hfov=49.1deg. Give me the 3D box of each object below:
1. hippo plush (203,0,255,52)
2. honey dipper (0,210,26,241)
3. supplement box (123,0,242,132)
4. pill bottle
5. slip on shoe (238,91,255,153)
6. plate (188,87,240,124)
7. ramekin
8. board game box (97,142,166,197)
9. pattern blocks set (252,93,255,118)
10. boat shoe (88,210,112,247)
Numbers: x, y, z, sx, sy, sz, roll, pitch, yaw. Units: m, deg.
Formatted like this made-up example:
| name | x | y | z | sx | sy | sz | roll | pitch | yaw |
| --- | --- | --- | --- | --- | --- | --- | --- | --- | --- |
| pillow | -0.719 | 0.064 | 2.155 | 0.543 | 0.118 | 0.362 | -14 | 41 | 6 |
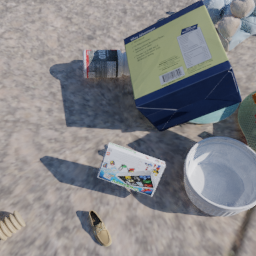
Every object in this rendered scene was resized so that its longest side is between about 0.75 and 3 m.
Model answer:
| name | x | y | z | sx | sy | sz | roll | pitch | yaw |
| --- | --- | --- | --- | --- | --- | --- | --- | --- | --- |
| hippo plush | 3.756 | -4.316 | 9.964 | 2.682 | 2.136 | 2.157 | -26 | 60 | -17 |
| honey dipper | -3.398 | 2.697 | 6.074 | 2.369 | 0.450 | 0.450 | -34 | 62 | -20 |
| supplement box | 1.414 | -1.617 | 7.671 | 2.430 | 1.632 | 2.428 | -21 | 58 | 20 |
| pill bottle | -0.652 | -2.096 | 9.122 | 1.572 | 0.895 | 0.895 | -3 | 55 | -7 |
| slip on shoe | 3.729 | -0.028 | 7.834 | 0.778 | 0.941 | 2.541 | 27 | 45 | -23 |
| plate | 2.203 | -1.311 | 8.907 | 2.765 | 0.353 | 2.765 | 0 | 54 | 0 |
| ramekin | 2.234 | 1.224 | 6.770 | 1.862 | 0.977 | 1.862 | 0 | 55 | 0 |
| board game box | 0.064 | 0.964 | 6.468 | 1.381 | 0.872 | 0.239 | 20 | 19 | -1 |
| pattern blocks set | 3.343 | -0.077 | 6.205 | 1.717 | 0.158 | 1.953 | 45 | 37 | -10 |
| boat shoe | -0.673 | 2.298 | 6.435 | 0.316 | 0.286 | 0.888 | -29 | 60 | -19 |
